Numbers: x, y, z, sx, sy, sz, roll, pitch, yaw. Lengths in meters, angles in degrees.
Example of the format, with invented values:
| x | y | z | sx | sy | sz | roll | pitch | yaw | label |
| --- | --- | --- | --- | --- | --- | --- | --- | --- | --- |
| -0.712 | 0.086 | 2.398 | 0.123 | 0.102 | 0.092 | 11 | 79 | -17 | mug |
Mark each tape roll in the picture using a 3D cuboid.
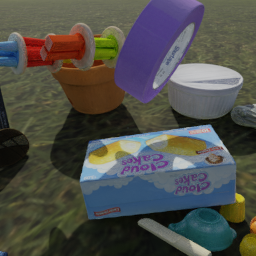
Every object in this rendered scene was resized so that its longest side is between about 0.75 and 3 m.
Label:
| x | y | z | sx | sy | sz | roll | pitch | yaw | label |
| --- | --- | --- | --- | --- | --- | --- | --- | --- | --- |
| 0.619 | -1.545 | 5.488 | 0.692 | 2.108 | 2.108 | 35 | 40 | 11 | tape roll |

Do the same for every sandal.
| x | y | z | sx | sy | sz | roll | pitch | yaw | label |
| --- | --- | --- | --- | --- | --- | --- | --- | --- | --- |
| -3.379 | 0.731 | 6.596 | 0.613 | 0.917 | 2.244 | -3 | 30 | 41 | sandal |

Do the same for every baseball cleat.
| x | y | z | sx | sy | sz | roll | pitch | yaw | label |
| --- | --- | --- | --- | --- | --- | --- | --- | --- | --- |
| 4.158 | -0.219 | 8.031 | 1.227 | 0.804 | 2.305 | -19 | 36 | -29 | baseball cleat |

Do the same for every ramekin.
| x | y | z | sx | sy | sz | roll | pitch | yaw | label |
| --- | --- | --- | --- | --- | --- | --- | --- | --- | --- |
| 2.474 | -1.244 | 9.411 | 2.494 | 1.162 | 2.494 | 0 | 30 | 0 | ramekin |

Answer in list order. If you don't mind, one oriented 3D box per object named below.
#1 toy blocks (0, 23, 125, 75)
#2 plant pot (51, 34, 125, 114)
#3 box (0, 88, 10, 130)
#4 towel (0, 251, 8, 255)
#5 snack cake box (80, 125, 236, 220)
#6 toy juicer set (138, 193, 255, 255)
| x | y | z | sx | sy | sz | roll | pitch | yaw | label |
| --- | --- | --- | --- | --- | --- | --- | --- | --- | --- |
| -1.626 | -1.626 | 5.889 | 2.531 | 0.919 | 2.109 | -14 | 15 | -40 | toy blocks |
| -1.126 | -1.709 | 9.268 | 2.681 | 1.876 | 2.681 | -4 | 37 | 3 | plant pot |
| -4.408 | -0.588 | 7.837 | 1.587 | 1.614 | 1.000 | -24 | 38 | -34 | box |
| -2.442 | 2.247 | 4.376 | 1.014 | 0.246 | 0.566 | -7 | 30 | -12 | towel |
| 0.542 | 0.829 | 5.664 | 2.750 | 0.924 | 1.582 | -8 | 24 | 2 | snack cake box |
| 1.447 | 1.827 | 4.635 | 2.226 | 0.606 | 1.416 | -7 | 20 | -25 | toy juicer set |
